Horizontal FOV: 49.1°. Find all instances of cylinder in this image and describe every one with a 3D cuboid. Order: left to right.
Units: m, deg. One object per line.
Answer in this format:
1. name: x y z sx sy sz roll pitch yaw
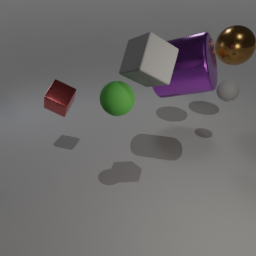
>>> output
1. cylinder: 1.389 -1.529 6.998 1.400 1.400 1.400 -5 24 27

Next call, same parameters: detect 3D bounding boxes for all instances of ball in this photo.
1. ball: -0.213 -0.587 5.590 0.700 0.700 0.700 0 29 0
2. ball: 3.207 -1.201 8.988 0.700 0.700 0.700 0 29 0
3. ball: 3.883 -2.984 10.153 1.400 1.400 1.400 0 29 0

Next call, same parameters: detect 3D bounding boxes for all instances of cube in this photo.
1. cube: -2.034 -0.882 8.370 0.700 0.700 0.700 25 61 -6
2. cube: 0.373 -1.215 5.124 0.700 0.700 0.700 20 -7 -32
